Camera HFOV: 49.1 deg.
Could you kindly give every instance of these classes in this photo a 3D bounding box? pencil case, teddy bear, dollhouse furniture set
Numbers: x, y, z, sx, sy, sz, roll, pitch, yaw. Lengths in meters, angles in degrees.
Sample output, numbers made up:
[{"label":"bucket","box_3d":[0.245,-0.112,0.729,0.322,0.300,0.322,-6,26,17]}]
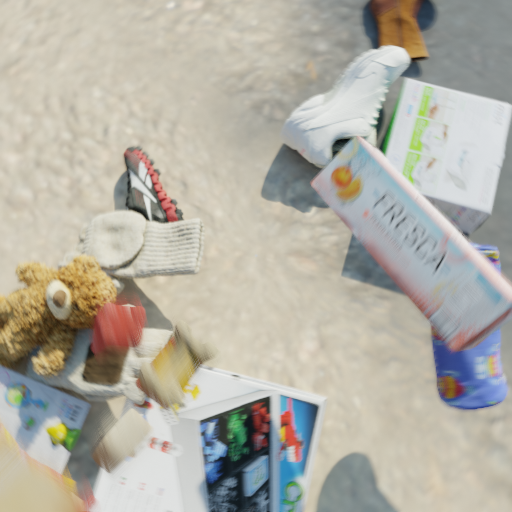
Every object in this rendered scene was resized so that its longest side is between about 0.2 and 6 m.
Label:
[{"label":"pencil case","box_3d":[2.806,0.913,7.374,0.957,0.859,2.202,-4,91,-15]},{"label":"teddy bear","box_3d":[-3.361,0.902,8.575,2.598,0.867,1.883,-5,66,32]},{"label":"dollhouse furniture set","box_3d":[-1.848,1.658,5.720,1.483,1.121,2.756,39,55,1]}]

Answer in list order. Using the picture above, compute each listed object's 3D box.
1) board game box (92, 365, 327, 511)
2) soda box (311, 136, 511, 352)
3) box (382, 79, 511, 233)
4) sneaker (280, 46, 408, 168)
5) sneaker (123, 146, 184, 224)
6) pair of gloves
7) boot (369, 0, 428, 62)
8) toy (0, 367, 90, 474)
[{"label":"board game box","box_3d":[-0.929,4.004,8.042,2.951,0.809,4.675,14,72,5]},{"label":"soda box","box_3d":[1.767,-0.164,6.271,0.807,0.868,2.538,-45,64,19]},{"label":"box","box_3d":[3.210,-1.756,9.803,1.897,1.040,2.150,16,73,5]},{"label":"sneaker","box_3d":[1.838,-2.595,10.194,2.784,1.085,1.383,-41,83,-3]},{"label":"sneaker","box_3d":[-1.999,-1.103,9.798,0.894,0.647,1.830,-27,75,-11]},{"label":"pair of gloves","box_3d":[-2.276,0.675,8.774,2.624,0.541,3.085,4,68,26]},{"label":"boot","box_3d":[3.135,-4.671,11.002,1.646,0.599,1.749,-7,73,-3]},{"label":"toy","box_3d":[-3.681,2.467,8.705,2.024,0.478,1.165,21,80,7]}]
